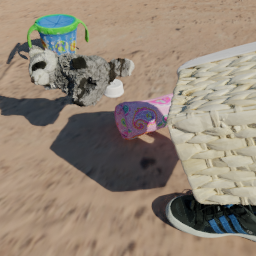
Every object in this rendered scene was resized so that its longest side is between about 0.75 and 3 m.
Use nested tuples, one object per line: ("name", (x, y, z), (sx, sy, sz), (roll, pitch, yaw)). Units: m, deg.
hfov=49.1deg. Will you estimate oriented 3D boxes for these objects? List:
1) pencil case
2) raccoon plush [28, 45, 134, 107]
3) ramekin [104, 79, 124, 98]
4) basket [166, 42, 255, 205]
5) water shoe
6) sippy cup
("pencil case", (0.980, -0.490, 8.351), (2.709, 1.184, 1.184), (-15, 42, -15))
("raccoon plush", (-1.166, -1.312, 6.621), (1.603, 1.157, 2.392), (26, 23, 26))
("ramekin", (-0.542, -1.464, 10.162), (0.769, 0.375, 0.769), (0, 39, 0))
("basket", (2.161, -0.073, 4.039), (2.874, 1.948, 1.773), (-8, 33, 30))
("water shoe", (2.152, 1.676, 5.808), (2.680, 1.058, 0.958), (6, 40, 8))
("sippy cup", (-2.916, -3.727, 11.885), (2.278, 1.669, 1.788), (6, 41, 8))
